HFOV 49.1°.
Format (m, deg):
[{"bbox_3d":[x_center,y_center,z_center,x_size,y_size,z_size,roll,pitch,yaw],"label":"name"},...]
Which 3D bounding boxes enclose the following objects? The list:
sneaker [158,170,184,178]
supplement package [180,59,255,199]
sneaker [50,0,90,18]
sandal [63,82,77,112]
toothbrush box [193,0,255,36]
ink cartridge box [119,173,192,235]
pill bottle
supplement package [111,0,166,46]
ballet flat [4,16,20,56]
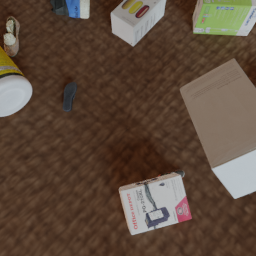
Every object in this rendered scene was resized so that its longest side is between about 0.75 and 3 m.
[{"bbox_3d":[1.263,1.391,8.082,0.804,0.329,0.310,-15,69,-6],"label":"sneaker"},{"bbox_3d":[2.274,-0.038,5.992,1.419,1.414,2.419,-28,41,18],"label":"supplement package"},{"bbox_3d":[-2.197,-5.368,10.330,1.578,1.089,2.837,1,75,-9],"label":"sneaker"},{"bbox_3d":[-1.907,-1.014,9.123,0.388,0.218,1.020,10,78,11],"label":"sandal"},{"bbox_3d":[3.349,-3.977,9.595,1.973,1.437,0.849,4,70,2],"label":"toothbrush box"},{"bbox_3d":[0.692,1.997,7.492,1.650,0.696,1.195,-14,86,-6],"label":"ink cartridge box"},{"bbox_3d":[-4.343,-1.787,8.686,1.539,1.539,2.737,-37,73,-13],"label":"pill bottle"},{"bbox_3d":[0.374,-3.993,9.835,1.041,1.003,1.831,36,73,13],"label":"supplement package"},{"bbox_3d":[-4.126,-3.255,9.813,0.523,0.516,1.535,-6,69,-3],"label":"ballet flat"}]
